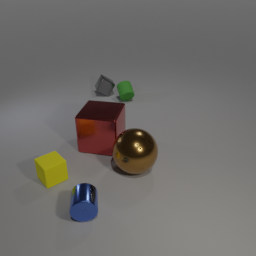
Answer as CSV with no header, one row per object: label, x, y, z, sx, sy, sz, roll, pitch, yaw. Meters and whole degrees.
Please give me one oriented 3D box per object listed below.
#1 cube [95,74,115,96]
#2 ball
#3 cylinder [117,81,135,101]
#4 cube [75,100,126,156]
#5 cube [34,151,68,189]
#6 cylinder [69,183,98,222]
cube,-1.161,-2.124,13.976,0.700,0.700,0.700,25,20,-26
ball,0.216,0.703,8.549,1.400,1.400,1.400,0,30,0
cylinder,-0.113,-1.771,13.321,0.700,0.700,0.700,-10,64,-17
cube,-0.909,-0.025,9.828,1.400,1.400,1.400,6,30,11
cube,-2.279,1.225,8.340,0.700,0.700,0.700,-22,36,-34
cylinder,-1.120,1.894,7.161,0.700,0.700,0.700,-3,29,-6
